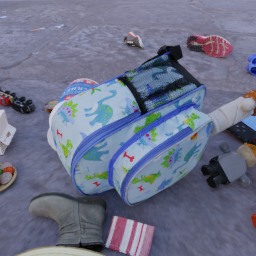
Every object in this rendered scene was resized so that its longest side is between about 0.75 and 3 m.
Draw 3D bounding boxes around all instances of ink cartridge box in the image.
[{"bbox_3d":[-3.647,0.116,7.078,1.371,0.859,0.881,-4,32,-5],"label":"ink cartridge box"}]

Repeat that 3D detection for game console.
[{"bbox_3d":[3.792,-0.563,7.442,2.193,1.302,1.890,-27,52,-25],"label":"game console"}]

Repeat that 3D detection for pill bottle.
[{"bbox_3d":[-1.315,-0.329,7.395,1.276,1.276,2.274,2,31,3],"label":"pill bottle"}]

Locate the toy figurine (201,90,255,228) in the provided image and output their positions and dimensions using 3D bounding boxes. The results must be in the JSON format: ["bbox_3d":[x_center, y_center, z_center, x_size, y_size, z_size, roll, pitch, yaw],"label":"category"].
[{"bbox_3d":[2.553,0.503,5.176,1.572,2.260,2.225,-24,34,-16],"label":"toy figurine"}]

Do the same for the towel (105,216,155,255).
[{"bbox_3d":[0.028,1.854,4.763,0.761,0.087,0.548,11,68,17],"label":"towel"}]

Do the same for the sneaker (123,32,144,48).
[{"bbox_3d":[0.270,-4.556,14.995,0.710,0.668,1.733,-34,38,-3],"label":"sneaker"}]

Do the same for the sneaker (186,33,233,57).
[{"bbox_3d":[4.113,-4.211,13.892,0.929,1.003,2.489,-20,37,-33],"label":"sneaker"}]

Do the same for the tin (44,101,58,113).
[{"bbox_3d":[-2.152,-0.652,8.951,1.025,0.215,0.574,7,37,11],"label":"tin"}]

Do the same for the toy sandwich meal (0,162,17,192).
[{"bbox_3d":[-2.978,1.034,6.047,1.091,0.374,1.091,-2,33,1],"label":"toy sandwich meal"}]

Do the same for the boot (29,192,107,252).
[{"bbox_3d":[-1.137,1.689,4.952,1.524,0.516,0.996,1,37,4],"label":"boot"}]

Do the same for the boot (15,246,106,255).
[{"bbox_3d":[-1.426,2.533,3.098,2.767,0.997,2.140,-6,31,1],"label":"boot"}]

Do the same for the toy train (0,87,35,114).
[{"bbox_3d":[-4.023,-0.958,9.276,2.426,0.414,0.556,21,50,29],"label":"toy train"}]

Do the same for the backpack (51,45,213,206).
[{"bbox_3d":[0.097,0.211,5.418,2.777,2.541,2.041,-24,59,-16],"label":"backpack"}]

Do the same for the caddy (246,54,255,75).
[{"bbox_3d":[5.460,-2.622,11.511,1.176,0.831,0.617,-6,28,-8],"label":"caddy"}]
